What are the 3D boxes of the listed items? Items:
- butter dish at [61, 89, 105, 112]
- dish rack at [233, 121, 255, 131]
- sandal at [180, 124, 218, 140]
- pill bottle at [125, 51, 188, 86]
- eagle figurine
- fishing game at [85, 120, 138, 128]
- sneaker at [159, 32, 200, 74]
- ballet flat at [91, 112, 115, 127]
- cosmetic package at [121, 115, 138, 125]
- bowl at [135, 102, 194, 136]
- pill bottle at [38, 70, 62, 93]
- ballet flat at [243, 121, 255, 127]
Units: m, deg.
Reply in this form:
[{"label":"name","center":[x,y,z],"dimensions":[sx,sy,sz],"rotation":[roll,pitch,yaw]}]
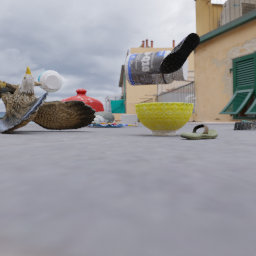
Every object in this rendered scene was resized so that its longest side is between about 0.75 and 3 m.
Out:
[{"label":"butter dish","center":[-2.600,-1.155,15.655],"dimensions":[2.806,2.080,2.814],"rotation":[0,2,27]},{"label":"dish rack","center":[3.837,-0.058,8.391],"dimensions":[0.840,0.299,1.095],"rotation":[-3,5,-37]},{"label":"sandal","center":[1.176,0.055,4.519],"dimensions":[0.828,0.236,0.329],"rotation":[-1,2,-42]},{"label":"pill bottle","center":[1.464,-3.015,14.147],"dimensions":[2.922,1.662,1.662],"rotation":[0,2,23]},{"label":"eagle figurine","center":[-2.538,-0.543,7.329],"dimensions":[2.759,2.082,2.094],"rotation":[34,64,29]},{"label":"fishing game","center":[-0.939,-0.194,12.068],"dimensions":[2.469,0.384,1.768],"rotation":[0,-1,21]},{"label":"sneaker","center":[2.191,-3.161,12.165],"dimensions":[0.803,2.122,0.929],"rotation":[45,5,-12]},{"label":"ballet flat","center":[-1.786,-0.317,13.301],"dimensions":[2.310,0.778,0.736],"rotation":[-1,29,11]},{"label":"cosmetic package","center":[0.039,-0.446,16.148],"dimensions":[0.913,0.642,1.801],"rotation":[0,2,-3]},{"label":"bowl","center":[0.710,-0.162,5.515],"dimensions":[1.149,0.618,1.149],"rotation":[0,0,0]},{"label":"pill bottle","center":[-3.179,-1.901,11.416],"dimensions":[0.882,0.882,1.592],"rotation":[-1,10,-22]},{"label":"ballet flat","center":[5.410,-0.177,12.351],"dimensions":[0.295,0.297,0.867],"rotation":[-1,2,-32]}]
